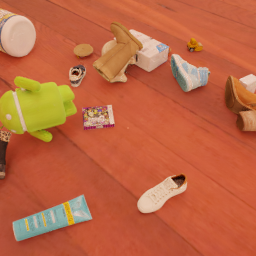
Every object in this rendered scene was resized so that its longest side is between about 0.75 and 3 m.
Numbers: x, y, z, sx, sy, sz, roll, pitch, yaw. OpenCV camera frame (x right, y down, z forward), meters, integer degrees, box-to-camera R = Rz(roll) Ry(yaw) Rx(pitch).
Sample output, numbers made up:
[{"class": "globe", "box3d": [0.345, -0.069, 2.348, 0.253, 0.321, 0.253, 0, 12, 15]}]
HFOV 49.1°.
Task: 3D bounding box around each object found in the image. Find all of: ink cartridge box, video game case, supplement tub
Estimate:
[{"class": "ink cartridge box", "box3d": [0.636, -4.063, 14.505, 1.491, 0.872, 2.570, -36, 57, -29]}, {"class": "video game case", "box3d": [-1.233, -0.448, 11.573, 1.264, 0.226, 1.146, -6, 47, -5]}, {"class": "supplement tub", "box3d": [-6.525, -5.085, 14.651, 2.832, 2.049, 2.049, 24, 51, 21]}]

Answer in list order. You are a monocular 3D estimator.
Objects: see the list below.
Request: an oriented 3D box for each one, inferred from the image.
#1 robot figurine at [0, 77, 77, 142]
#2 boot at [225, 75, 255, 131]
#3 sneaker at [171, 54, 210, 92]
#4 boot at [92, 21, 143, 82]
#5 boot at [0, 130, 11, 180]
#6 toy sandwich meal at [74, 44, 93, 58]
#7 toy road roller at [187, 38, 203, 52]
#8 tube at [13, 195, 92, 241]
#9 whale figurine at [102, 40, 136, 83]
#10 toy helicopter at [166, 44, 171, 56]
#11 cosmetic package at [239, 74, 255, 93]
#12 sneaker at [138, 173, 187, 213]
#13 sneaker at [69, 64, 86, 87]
[{"class": "robot figurine", "box3d": [-3.387, -0.741, 10.314, 2.817, 2.471, 1.629, -15, 38, -19]}, {"class": "boot", "box3d": [5.394, -1.112, 11.572, 2.228, 1.100, 2.869, -5, 49, -3]}, {"class": "sneaker", "box3d": [2.988, -2.719, 13.271, 1.488, 0.906, 2.279, -13, 57, -9]}, {"class": "boot", "box3d": [-0.743, -3.565, 12.845, 2.044, 0.772, 2.334, 42, 78, 14]}, {"class": "boot", "box3d": [-5.151, 0.810, 9.537, 2.235, 0.818, 1.683, 8, 76, 2]}, {"class": "toy sandwich meal", "box3d": [-2.370, -4.078, 14.900, 1.142, 0.391, 1.142, 0, 50, 0]}, {"class": "toy road roller", "box3d": [3.628, -4.522, 15.120, 0.847, 0.619, 0.521, -8, 47, -7]}, {"class": "tube", "box3d": [-2.266, 2.739, 8.446, 2.197, 0.554, 0.851, -15, 62, -19]}, {"class": "whale figurine", "box3d": [-0.538, -3.136, 13.692, 1.803, 1.176, 2.266, -3, 71, -4]}, {"class": "toy helicopter", "box3d": [1.798, -4.232, 15.019, 1.030, 0.406, 0.681, 4, 45, 7]}, {"class": "cosmetic package", "box3d": [5.299, -1.861, 12.502, 0.797, 0.799, 0.491, -24, 52, -22]}, {"class": "sneaker", "box3d": [1.097, 1.972, 8.930, 1.871, 0.792, 0.681, -27, 54, -22]}, {"class": "sneaker", "box3d": [-2.400, -2.696, 13.420, 0.623, 0.631, 1.590, 1, 45, 3]}]
